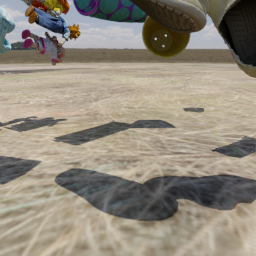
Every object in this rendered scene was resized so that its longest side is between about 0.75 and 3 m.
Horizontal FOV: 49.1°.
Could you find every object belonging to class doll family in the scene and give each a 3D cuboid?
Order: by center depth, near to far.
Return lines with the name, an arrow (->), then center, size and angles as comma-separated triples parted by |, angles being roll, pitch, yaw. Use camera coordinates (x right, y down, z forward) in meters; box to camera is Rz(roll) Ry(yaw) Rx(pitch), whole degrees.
doll family -> -2.262, -3.299, 8.346 | 1.236, 2.743, 1.703 | -28, -17, 30

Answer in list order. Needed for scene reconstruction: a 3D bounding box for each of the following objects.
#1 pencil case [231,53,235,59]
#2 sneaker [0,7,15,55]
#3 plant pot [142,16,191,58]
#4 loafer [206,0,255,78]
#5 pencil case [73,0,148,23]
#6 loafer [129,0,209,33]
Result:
pencil case -> 3.010, -2.045, 6.391 | 1.673, 0.712, 0.773 | -35, -10, -30
sneaker -> -3.632, -3.022, 7.280 | 1.226, 1.106, 2.993 | -14, -16, -22
plant pot -> 1.067, -2.703, 8.353 | 1.381, 1.381, 0.981 | 0, 5, -1
loafer -> 1.666, -2.053, 4.266 | 1.068, 2.823, 0.964 | -29, 5, 26
pencil case -> -0.303, -3.447, 7.515 | 1.006, 1.092, 2.363 | -9, 6, 42
loafer -> 0.291, -2.335, 4.260 | 2.537, 0.866, 0.960 | 43, 11, 27
